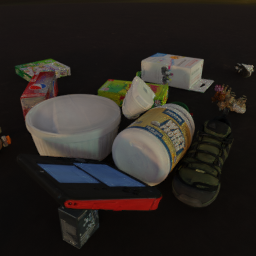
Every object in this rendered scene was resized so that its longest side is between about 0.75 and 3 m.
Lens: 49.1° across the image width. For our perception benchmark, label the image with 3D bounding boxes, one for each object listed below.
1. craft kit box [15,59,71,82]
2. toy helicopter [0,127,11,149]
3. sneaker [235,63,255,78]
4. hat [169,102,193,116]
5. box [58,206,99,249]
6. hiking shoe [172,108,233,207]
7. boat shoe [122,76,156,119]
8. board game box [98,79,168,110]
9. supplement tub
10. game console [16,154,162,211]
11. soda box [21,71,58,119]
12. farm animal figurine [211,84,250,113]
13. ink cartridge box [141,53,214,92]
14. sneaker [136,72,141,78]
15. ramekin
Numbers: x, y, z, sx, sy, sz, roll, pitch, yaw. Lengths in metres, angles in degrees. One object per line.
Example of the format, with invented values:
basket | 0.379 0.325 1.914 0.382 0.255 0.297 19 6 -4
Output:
craft kit box | -4.107 -2.765 13.487 1.944 0.478 1.969 -21 36 -37
toy helicopter | -3.802 0.306 7.874 1.124 0.671 1.700 -8 24 -11
sneaker | 5.785 -2.816 13.443 0.821 0.539 1.427 -2 27 0
hat | 1.648 -0.073 9.035 1.392 1.226 1.153 -39 45 4
box | -0.901 1.683 5.222 0.439 0.820 0.608 17 34 27
hiking shoe | 1.793 0.549 6.564 1.096 1.457 2.894 13 32 22
boat shoe | 0.277 -0.847 8.239 0.842 0.884 2.457 -41 16 17
board game box | 0.219 -1.277 10.676 2.442 0.581 1.240 8 30 14
supplement tub | 0.711 0.323 6.959 1.462 1.462 2.021 17 34 27
game console | -0.785 0.994 5.562 2.198 0.386 2.486 16 1 -39
soda box | -3.170 -1.238 10.267 0.830 0.916 2.617 -2 30 -4
farm animal figurine | 3.613 -0.955 10.087 1.380 0.727 1.395 28 31 21
ink cartridge box | 2.249 -2.536 12.497 2.911 0.988 1.676 16 33 26
sneaker | 0.651 -2.505 13.135 0.344 0.305 0.824 13 32 29
ramekin | -1.441 0.058 7.730 2.507 1.168 2.507 1 30 0
